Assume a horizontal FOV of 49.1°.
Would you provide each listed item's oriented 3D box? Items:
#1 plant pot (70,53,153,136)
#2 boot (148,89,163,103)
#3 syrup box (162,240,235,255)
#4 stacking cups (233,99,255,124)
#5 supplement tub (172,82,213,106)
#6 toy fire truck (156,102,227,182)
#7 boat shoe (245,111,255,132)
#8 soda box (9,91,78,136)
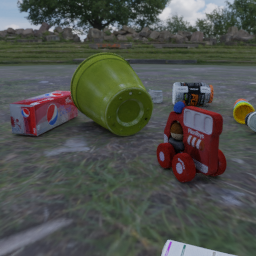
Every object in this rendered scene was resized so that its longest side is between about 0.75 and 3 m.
[{"bbox_3d":[-0.399,-0.948,9.029,2.439,2.439,2.349,-7,29,-22],"label":"plant pot"},{"bbox_3d":[1.033,-1.606,13.882,1.370,0.655,0.504,1,16,3],"label":"boot"},{"bbox_3d":[0.813,1.587,3.153,0.854,0.336,0.348,6,17,21],"label":"syrup box"},{"bbox_3d":[4.503,-0.741,10.870,0.737,0.737,2.436,6,14,21],"label":"stacking cups"},{"bbox_3d":[2.988,-1.575,13.004,1.752,1.073,1.073,0,16,3],"label":"supplement tub"},{"bbox_3d":[1.306,0.221,5.915,0.975,1.460,1.739,-6,17,-22],"label":"toy fire truck"},{"bbox_3d":[4.370,-0.238,9.032,2.001,0.757,0.604,5,12,-31],"label":"boat shoe"},{"bbox_3d":[-2.743,-0.590,9.620,0.911,1.006,2.873,4,16,15],"label":"soda box"}]
